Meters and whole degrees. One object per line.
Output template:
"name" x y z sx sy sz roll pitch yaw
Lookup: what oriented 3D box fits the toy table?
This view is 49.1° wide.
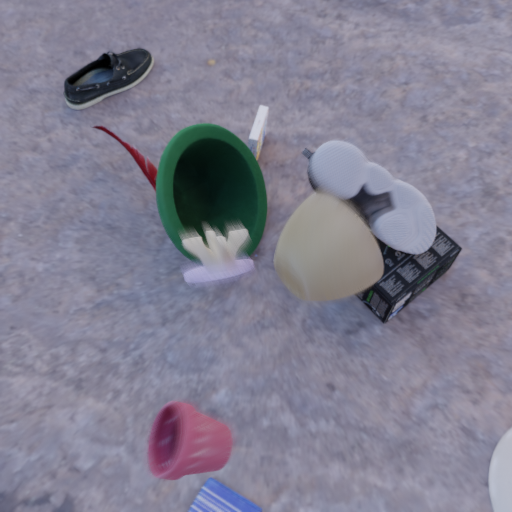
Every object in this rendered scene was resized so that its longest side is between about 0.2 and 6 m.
"toy table" -0.639 -0.023 9.144 1.156 1.063 0.677 -14 103 -26

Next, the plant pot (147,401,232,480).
"plant pot" -0.819 2.412 7.228 0.837 0.935 0.935 20 57 -31

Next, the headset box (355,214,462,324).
"headset box" 2.374 -0.127 10.522 1.802 0.960 2.069 -37 68 -17

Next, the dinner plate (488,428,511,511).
"dinner plate" 5.055 3.806 8.865 2.623 0.318 2.623 0 61 1

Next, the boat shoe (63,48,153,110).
"boat shoe" -3.384 -4.232 12.777 2.314 0.767 0.865 -32 67 -15

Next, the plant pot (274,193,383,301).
"plant pot" 0.917 0.041 8.343 1.100 1.638 1.638 -37 68 -17

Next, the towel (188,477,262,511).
"towel" -0.677 4.331 8.646 1.056 0.174 1.458 28 66 14

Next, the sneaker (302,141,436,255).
"sneaker" 1.923 -1.091 9.814 2.680 1.525 1.011 36 95 -18

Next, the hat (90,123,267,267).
"hat" -1.604 -1.182 11.352 2.587 2.749 3.123 7 80 -42

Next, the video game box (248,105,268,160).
"video game box" 0.031 -2.526 11.789 0.220 0.855 0.938 13 62 6
